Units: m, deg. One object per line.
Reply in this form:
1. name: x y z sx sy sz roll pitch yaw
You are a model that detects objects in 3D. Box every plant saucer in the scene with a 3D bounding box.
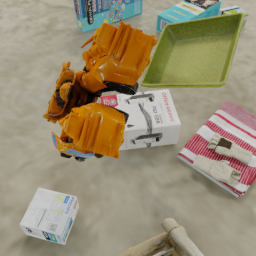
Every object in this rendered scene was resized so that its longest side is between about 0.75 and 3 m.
1. plant saucer: 1.184 -1.275 5.022 1.561 0.374 1.558 5 62 36

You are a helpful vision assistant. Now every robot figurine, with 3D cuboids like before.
1. robot figurine: -0.620 -0.483 4.111 0.821 2.819 2.044 20 85 -22

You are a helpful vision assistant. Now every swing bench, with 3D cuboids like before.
1. swing bench: 0.744 2.803 3.887 2.444 1.586 2.431 -16 49 -39

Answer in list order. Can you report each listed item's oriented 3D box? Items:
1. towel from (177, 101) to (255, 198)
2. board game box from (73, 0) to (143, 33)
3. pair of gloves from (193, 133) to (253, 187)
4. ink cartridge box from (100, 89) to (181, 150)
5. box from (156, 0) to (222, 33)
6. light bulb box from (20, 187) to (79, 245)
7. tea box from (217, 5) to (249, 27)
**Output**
1. towel: 2.689 0.378 7.176 1.801 0.284 2.500 34 58 26
2. board game box: -0.710 -5.027 10.542 2.717 2.051 0.638 -26 55 -20
3. pair of gloves: 2.280 0.728 6.692 1.085 0.224 1.276 31 55 24
4. ink cartridge box: 0.290 -0.230 7.339 1.887 0.782 1.385 -7 50 -5
5. box: 2.405 -4.410 10.936 1.106 0.660 2.687 37 59 27
6. light bulb box: -1.581 1.810 5.789 0.876 0.547 0.868 12 50 9
7. tea box: 4.046 -4.283 10.899 0.823 0.550 0.810 -19 54 -15
